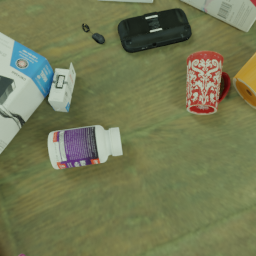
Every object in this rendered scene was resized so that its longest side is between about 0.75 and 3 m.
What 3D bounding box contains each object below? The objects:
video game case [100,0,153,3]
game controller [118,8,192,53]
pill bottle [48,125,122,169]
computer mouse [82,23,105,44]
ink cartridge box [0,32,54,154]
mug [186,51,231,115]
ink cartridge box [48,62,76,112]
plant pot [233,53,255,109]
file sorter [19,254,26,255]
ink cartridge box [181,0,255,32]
[{"bbox_3d":[-0.044,-4.537,8.594,1.692,0.200,1.540,3,71,2],"label":"video game case"},{"bbox_3d":[0.752,-2.773,7.893,2.031,0.428,1.059,-14,67,-5],"label":"game controller"},{"bbox_3d":[-0.962,0.416,6.532,1.601,0.892,0.892,-8,71,-2],"label":"pill bottle"},{"bbox_3d":[-0.998,-2.719,7.996,0.911,0.155,0.267,42,77,13],"label":"computer mouse"},{"bbox_3d":[-3.375,-0.844,6.834,1.941,1.130,2.684,30,74,10],"label":"ink cartridge box"},{"bbox_3d":[2.047,-1.086,7.059,1.231,0.925,1.387,7,75,4],"label":"mug"},{"bbox_3d":[-1.663,-1.056,7.163,0.383,0.655,1.129,7,70,3],"label":"ink cartridge box"},{"bbox_3d":[3.509,-1.299,6.859,1.502,1.641,1.641,-37,75,5],"label":"plant pot"},{"bbox_3d":[-2.646,3.603,4.940,2.321,1.613,1.456,-33,85,-10],"label":"file sorter"},{"bbox_3d":[2.511,-4.110,7.436,2.772,2.046,1.187,32,79,9],"label":"ink cartridge box"}]
